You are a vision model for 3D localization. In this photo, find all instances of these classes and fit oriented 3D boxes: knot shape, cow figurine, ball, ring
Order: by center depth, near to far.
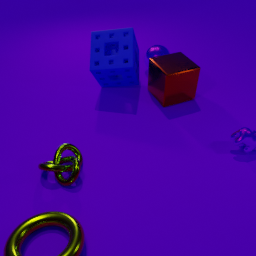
[{"bbox_3d":[-1.589,2.198,5.375,1.510,0.302,1.510,-2,29,1],"label":"ring"},{"bbox_3d":[-1.553,0.843,6.955,1.128,0.521,1.055,16,45,19],"label":"knot shape"},{"bbox_3d":[3.338,0.204,7.392,0.987,0.972,0.542,31,25,-26],"label":"cow figurine"},{"bbox_3d":[1.119,-2.629,10.620,1.022,1.022,1.022,0,41,0],"label":"ball"}]

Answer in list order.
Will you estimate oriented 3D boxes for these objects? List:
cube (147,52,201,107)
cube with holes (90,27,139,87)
[{"bbox_3d":[1.469,-1.623,9.275,1.229,1.229,1.229,-15,43,-17],"label":"cube"},{"bbox_3d":[-0.396,-2.304,9.393,1.376,1.376,1.376,-2,75,10],"label":"cube with holes"}]
